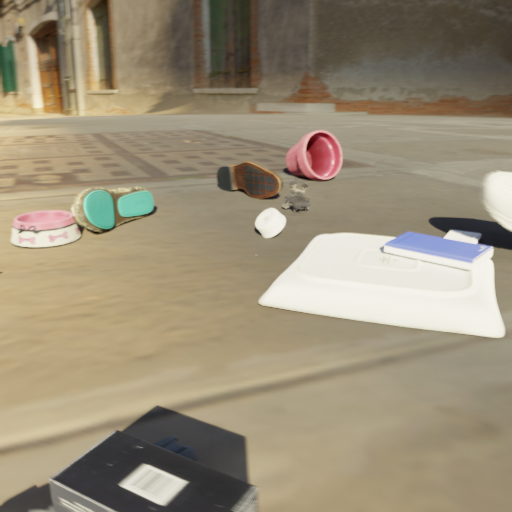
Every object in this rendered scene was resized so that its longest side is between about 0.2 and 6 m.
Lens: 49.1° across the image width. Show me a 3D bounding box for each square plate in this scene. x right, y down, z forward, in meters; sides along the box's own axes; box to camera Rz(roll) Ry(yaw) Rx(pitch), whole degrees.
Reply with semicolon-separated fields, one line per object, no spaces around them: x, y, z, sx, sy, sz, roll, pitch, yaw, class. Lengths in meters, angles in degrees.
2.030;0.229;8.661;3.194;0.459;3.224;6;19;18;square plate

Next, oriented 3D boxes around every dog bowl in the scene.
-4.140;-0.547;10.999;1.315;0.485;1.315;-1;18;0;dog bowl

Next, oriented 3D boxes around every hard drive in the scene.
2.807;-0.098;8.645;1.368;0.174;0.903;14;23;37;hard drive
3.980;-0.316;10.877;0.594;0.114;0.900;10;20;29;hard drive

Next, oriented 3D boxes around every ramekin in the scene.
0.266;-0.669;11.177;0.592;0.288;0.592;-29;35;23;ramekin

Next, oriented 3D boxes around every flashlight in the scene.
-1.191;1.774;3.795;0.565;0.567;1.669;18;21;38;flashlight

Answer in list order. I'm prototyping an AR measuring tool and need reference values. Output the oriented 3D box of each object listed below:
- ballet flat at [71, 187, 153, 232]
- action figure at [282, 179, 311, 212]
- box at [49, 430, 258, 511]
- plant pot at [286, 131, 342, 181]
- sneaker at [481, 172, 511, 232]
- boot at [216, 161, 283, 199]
-3.230;-1.001;11.879;1.023;0.921;2.716;-2;9;20;ballet flat
0.987;-1.333;13.304;0.652;0.560;1.098;14;41;-3;action figure
-0.568;1.697;3.223;1.070;0.974;0.557;10;21;29;box
1.697;-3.040;17.440;1.497;1.497;1.340;-11;5;-30;plant pot
5.499;-0.894;9.182;3.371;1.468;1.256;15;60;15;sneaker
0.142;-2.167;15.252;1.265;0.975;2.610;-16;22;-36;boot
